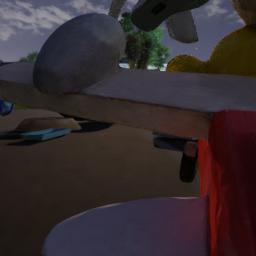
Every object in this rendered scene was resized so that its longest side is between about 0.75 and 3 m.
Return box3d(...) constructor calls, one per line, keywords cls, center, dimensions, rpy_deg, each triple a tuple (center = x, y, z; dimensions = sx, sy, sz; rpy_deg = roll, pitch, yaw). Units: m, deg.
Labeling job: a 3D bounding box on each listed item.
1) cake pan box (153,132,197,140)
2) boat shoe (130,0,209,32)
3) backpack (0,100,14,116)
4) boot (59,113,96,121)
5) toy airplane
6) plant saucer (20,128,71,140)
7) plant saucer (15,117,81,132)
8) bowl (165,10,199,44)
box3d(cls="cake pan box", center=(1.308, 0.046, 6.274), dimensions=(1.103, 0.313, 1.198), rpy_deg=(-1, 4, -38))
box3d(cls="boat shoe", center=(1.023, -3.185, 6.111), dimensions=(0.967, 1.241, 2.733), rpy_deg=(29, -15, -26))
box3d(cls="backpack", center=(-6.444, -1.641, 13.088), dimensions=(2.004, 2.496, 2.727), rpy_deg=(1, 1, -36))
box3d(cls="boot", center=(-1.739, -0.777, 12.538), dimensions=(2.657, 0.959, 2.006), rpy_deg=(5, 2, -3))
box3d(cls="toy airplane", center=(0.602, -0.179, 1.264), dimensions=(2.185, 1.542, 2.175), rpy_deg=(2, 9, -26))
box3d(cls="plant saucer", center=(-1.793, 0.128, 6.309), dimensions=(0.522, 0.142, 1.494), rpy_deg=(1, 4, 11))
box3d(cls="plant saucer", center=(-2.319, -0.132, 8.237), dimensions=(1.871, 0.331, 1.871), rpy_deg=(0, 4, 0))
box3d(cls="bowl", center=(1.554, -3.465, 8.866), dimensions=(0.635, 1.699, 1.701), rpy_deg=(-21, 22, 7))
